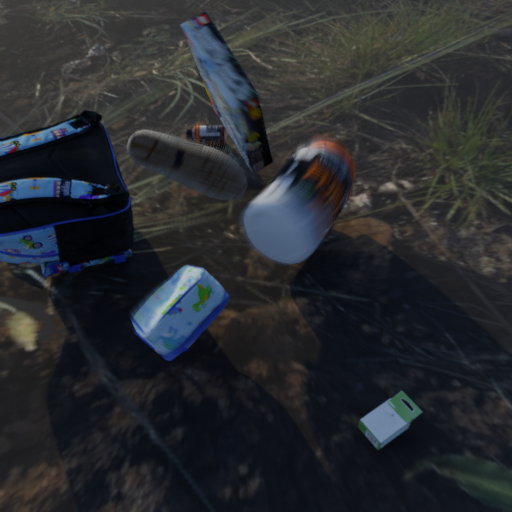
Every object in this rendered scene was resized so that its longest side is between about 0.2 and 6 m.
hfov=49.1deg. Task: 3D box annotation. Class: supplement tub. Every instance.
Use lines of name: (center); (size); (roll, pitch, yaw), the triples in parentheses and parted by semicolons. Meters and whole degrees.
supplement tub: (0.992, -1.184, 11.543); (1.562, 1.562, 2.550); (22, 52, 19)
supplement tub: (-1.290, -3.048, 14.224); (0.972, 0.520, 0.520); (-1, 47, -1)

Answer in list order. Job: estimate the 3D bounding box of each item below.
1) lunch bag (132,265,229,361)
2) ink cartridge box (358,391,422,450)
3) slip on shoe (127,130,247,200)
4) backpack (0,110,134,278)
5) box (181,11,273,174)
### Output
lunch bag: (-1.326, 0.931, 9.471); (1.542, 1.919, 0.791); (-45, 105, -13)
ink cartridge box: (2.166, 2.654, 9.060); (0.934, 0.277, 0.485); (-27, 53, -23)
slip on shoe: (-1.401, -1.871, 11.514); (2.521, 0.958, 0.764); (17, 8, -13)
backpack: (-4.255, -1.045, 10.986); (3.261, 2.194, 2.977); (-15, 56, -18)
box: (-0.535, -3.389, 12.215); (0.641, 3.214, 2.201); (-30, 75, -1)
